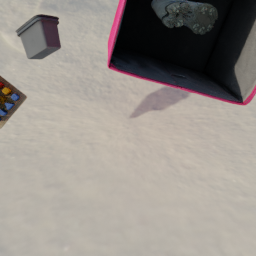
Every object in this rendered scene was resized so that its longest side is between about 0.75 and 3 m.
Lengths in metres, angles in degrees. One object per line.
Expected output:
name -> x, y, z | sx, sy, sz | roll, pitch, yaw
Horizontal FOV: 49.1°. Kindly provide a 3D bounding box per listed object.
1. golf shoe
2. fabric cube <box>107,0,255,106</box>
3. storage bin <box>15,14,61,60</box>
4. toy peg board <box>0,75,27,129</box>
golf shoe -> 1.251, -2.537, 6.087 | 1.687, 0.660, 0.820 | -4, 42, -39
fabric cube -> 1.292, -2.532, 6.004 | 2.954, 2.898, 2.945 | 14, 21, -9
storage bin -> -2.262, -2.330, 7.393 | 0.866, 1.189, 0.799 | -16, 93, -51
toy peg board -> -3.204, -0.677, 6.666 | 1.060, 0.520, 1.064 | 40, 88, -11
